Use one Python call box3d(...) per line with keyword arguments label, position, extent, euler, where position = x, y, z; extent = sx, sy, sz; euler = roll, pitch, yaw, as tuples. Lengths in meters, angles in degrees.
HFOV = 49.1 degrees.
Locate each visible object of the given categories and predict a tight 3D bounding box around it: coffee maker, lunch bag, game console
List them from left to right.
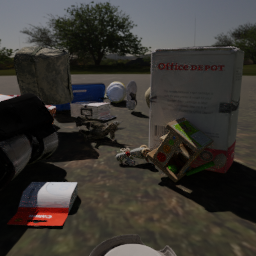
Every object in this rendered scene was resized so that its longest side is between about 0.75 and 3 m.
box3d(label="coffee maker", position=(-2.792, -0.039, 6.110), extent=(1.688, 2.407, 2.506), euler=(-9, 11, 9))
box3d(label="lunch bag", position=(-3.004, -1.891, 10.432), extent=(1.797, 2.143, 1.493), euler=(2, 29, 1))
box3d(label="game console", position=(-2.749, -1.625, 14.501), extent=(2.701, 2.305, 1.598), euler=(-6, 42, -22))

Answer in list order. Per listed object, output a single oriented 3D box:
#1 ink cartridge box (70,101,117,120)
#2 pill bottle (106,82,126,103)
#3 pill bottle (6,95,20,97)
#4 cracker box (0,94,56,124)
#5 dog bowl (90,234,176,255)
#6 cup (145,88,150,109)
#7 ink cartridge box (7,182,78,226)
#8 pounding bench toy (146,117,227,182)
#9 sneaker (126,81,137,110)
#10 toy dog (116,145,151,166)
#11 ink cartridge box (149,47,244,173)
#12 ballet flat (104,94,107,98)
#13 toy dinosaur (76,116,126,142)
box3d(label="ink cartridge box", position=(-1.560, -0.836, 13.011), extent=(1.919, 0.651, 1.113), euler=(7, 15, 26))
box3d(label="pill bottle", position=(-0.722, -2.232, 17.474), extent=(1.216, 1.216, 2.171), euler=(0, 13, 0))
box3d(label="pill bottle", position=(-5.706, -1.181, 13.903), extent=(1.587, 0.896, 0.896), euler=(-3, 14, -9))
box3d(label="cracker box", position=(-4.415, -0.616, 10.755), extent=(2.771, 0.799, 1.856), euler=(13, 14, 0))
box3d(label="dog bowl", position=(0.063, 1.726, 3.332), extent=(1.088, 0.319, 1.088), euler=(0, 14, 0))
box3d(label="cup", position=(1.660, -1.523, 13.820), extent=(1.393, 1.948, 1.948), euler=(-16, 8, 22))
box3d(label="ink cartridge box", position=(-1.487, 1.325, 5.045), extent=(0.932, 0.275, 1.165), euler=(1, 12, 2))
box3d(label="pounding bench toy", position=(1.332, 0.680, 6.313), extent=(1.424, 1.110, 0.884), euler=(41, 31, 20))
box3d(label="sneaker", position=(0.192, -1.641, 14.305), extent=(0.564, 1.494, 0.850), euler=(3, 2, 5))
box3d(label="toy dog", position=(0.195, 0.764, 7.295), extent=(0.916, 0.441, 0.604), euler=(-11, 13, 20))
box3d(label="ink cartridge box", position=(1.696, -0.552, 7.184), extent=(2.094, 2.875, 1.219), euler=(8, 16, 30))
box3d(label="ballet flat", position=(-1.762, -2.130, 18.926), extent=(0.367, 0.367, 1.023), euler=(8, 17, 29))
box3d(label="toy dinosaur", position=(-1.125, 0.053, 9.609), extent=(1.097, 0.826, 2.145), euler=(6, 0, -39))
